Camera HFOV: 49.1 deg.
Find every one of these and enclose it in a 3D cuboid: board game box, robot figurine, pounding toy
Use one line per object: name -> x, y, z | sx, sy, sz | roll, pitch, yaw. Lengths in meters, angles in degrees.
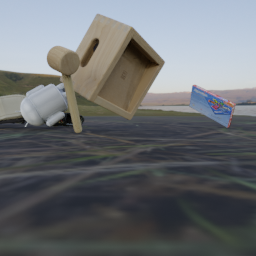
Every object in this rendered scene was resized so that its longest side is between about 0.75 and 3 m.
board game box -> 2.575, -0.709, 8.727 | 0.152, 0.802, 1.559 | -24, 42, -29
robot figurine -> -2.342, -0.643, 7.926 | 1.557, 1.320, 0.879 | -33, -24, -17
pounding toy -> -0.834, -1.219, 6.360 | 1.306, 2.508, 2.855 | 34, 6, 33

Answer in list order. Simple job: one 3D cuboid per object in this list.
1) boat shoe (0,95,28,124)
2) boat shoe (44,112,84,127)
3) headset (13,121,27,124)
boat shoe -> -4.240, -0.345, 8.076 | 2.855, 1.037, 0.895 | -7, -25, -27
boat shoe -> -2.156, -0.305, 9.402 | 1.373, 0.502, 0.430 | 2, -7, -20
headset -> -4.660, -0.828, 10.475 | 1.642, 1.249, 2.658 | 5, -17, 19
